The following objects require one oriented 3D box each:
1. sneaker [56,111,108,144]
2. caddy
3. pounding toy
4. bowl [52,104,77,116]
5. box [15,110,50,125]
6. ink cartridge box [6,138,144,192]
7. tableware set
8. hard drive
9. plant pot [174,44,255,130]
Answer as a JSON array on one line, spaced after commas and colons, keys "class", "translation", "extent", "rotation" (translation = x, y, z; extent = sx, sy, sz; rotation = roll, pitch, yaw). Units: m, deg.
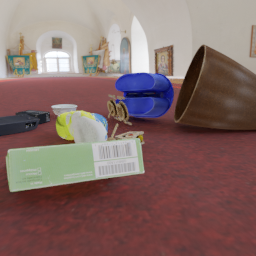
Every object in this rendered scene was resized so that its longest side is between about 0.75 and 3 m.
[{"class": "sneaker", "translation": [-1.026, -0.075, 8.237], "extent": [1.463, 1.055, 2.785], "rotation": [-8, 15, -33]}, {"class": "caddy", "translation": [0.640, -1.361, 11.634], "extent": [2.595, 1.835, 1.362], "rotation": [4, 1, 40]}, {"class": "pounding toy", "translation": [0.019, 0.230, 7.670], "extent": [0.706, 0.708, 1.234], "rotation": [5, 13, 37]}, {"class": "bowl", "translation": [-2.758, -0.720, 12.202], "extent": [1.094, 0.492, 1.094], "rotation": [0, 13, 0]}, {"class": "box", "translation": [-3.777, -0.436, 11.137], "extent": [1.086, 0.428, 0.767], "rotation": [6, 12, 23]}, {"class": "ink cartridge box", "translation": [-1.225, 0.748, 5.643], "extent": [2.129, 0.701, 2.925], "rotation": [-5, -9, -22]}, {"class": "tableware set", "translation": [-0.467, -0.690, 10.958], "extent": [0.340, 1.123, 1.699], "rotation": [-22, 19, -20]}, {"class": "hard drive", "translation": [-4.304, -0.099, 9.653], "extent": [2.108, 0.446, 1.422], "rotation": [-12, 17, -40]}, {"class": "plant pot", "translation": [3.506, -1.083, 9.761], "extent": [2.986, 2.791, 2.791], "rotation": [17, 14, -1]}]
